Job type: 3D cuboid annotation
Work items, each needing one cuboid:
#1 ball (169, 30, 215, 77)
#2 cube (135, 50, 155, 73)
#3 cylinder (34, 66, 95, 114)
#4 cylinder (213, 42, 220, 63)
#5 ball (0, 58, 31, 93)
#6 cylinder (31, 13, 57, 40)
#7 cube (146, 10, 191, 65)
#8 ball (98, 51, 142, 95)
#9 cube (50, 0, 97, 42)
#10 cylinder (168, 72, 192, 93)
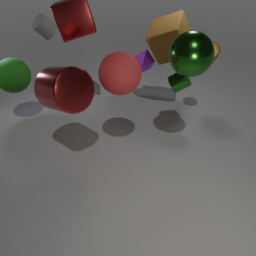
[{"bbox_3d":[1.966,-2.286,8.690,1.400,1.400,1.400,0,32,0],"label":"ball"},{"bbox_3d":[0.705,-3.055,12.937,0.700,0.700,0.700,-30,85,-19],"label":"cube"},{"bbox_3d":[-1.998,-1.213,8.757,1.400,1.400,1.400,-26,26,-35],"label":"cylinder"},{"bbox_3d":[3.242,-2.979,11.176,0.700,0.700,0.700,3,-9,4],"label":"cylinder"},{"bbox_3d":[-4.633,-2.112,11.277,1.400,1.400,1.400,0,32,0],"label":"ball"},{"bbox_3d":[-3.183,-3.836,10.640,0.700,0.700,0.700,-18,57,30],"label":"cylinder"},{"bbox_3d":[1.755,-3.722,11.624,1.400,1.400,1.400,-6,49,31],"label":"cube"},{"bbox_3d":[-0.258,-1.760,9.065,1.400,1.400,1.400,0,32,0],"label":"ball"},{"bbox_3d":[-2.172,-4.500,11.383,1.400,1.400,1.400,-18,30,1],"label":"cube"},{"bbox_3d":[1.994,-1.814,10.801,0.700,0.700,0.700,-26,25,22],"label":"cylinder"}]
